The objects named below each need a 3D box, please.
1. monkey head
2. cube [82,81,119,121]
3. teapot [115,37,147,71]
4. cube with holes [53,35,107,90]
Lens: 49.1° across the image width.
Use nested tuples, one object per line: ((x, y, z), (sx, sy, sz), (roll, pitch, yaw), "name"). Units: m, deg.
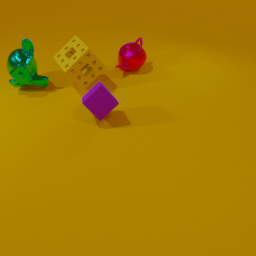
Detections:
((-3.387, -2.005, 9.557), (1.427, 1.983, 1.195), (11, 58, -21), "monkey head")
((-0.807, -0.782, 8.038), (0.739, 0.739, 0.739), (-43, 19, 5), "cube")
((0.086, -2.760, 10.728), (1.151, 0.906, 1.851), (20, 65, 30), "teapot")
((-1.631, -2.234, 9.562), (1.079, 1.079, 1.079), (-44, 52, 4), "cube with holes")
